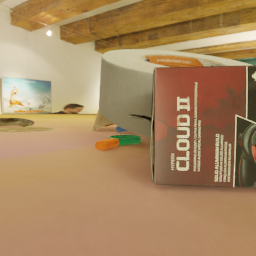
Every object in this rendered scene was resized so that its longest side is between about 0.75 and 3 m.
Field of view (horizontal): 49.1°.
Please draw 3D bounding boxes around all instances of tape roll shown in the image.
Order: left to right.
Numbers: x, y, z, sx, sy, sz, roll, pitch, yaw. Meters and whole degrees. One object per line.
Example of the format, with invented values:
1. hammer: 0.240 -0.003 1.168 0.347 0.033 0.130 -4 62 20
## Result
1. tape roll: 0.836 -0.658 4.514 2.586 0.854 2.586 5 23 -2

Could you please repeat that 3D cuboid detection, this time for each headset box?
1. headset box: 1.062 -0.045 2.390 2.113 0.793 1.571 0 4 8

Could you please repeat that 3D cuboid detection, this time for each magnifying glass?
1. magnifying glass: -0.154 0.189 4.107 0.494 0.139 1.240 1 5 18

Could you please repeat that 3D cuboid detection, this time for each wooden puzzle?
1. wooden puzzle: -0.084 -0.551 7.374 1.769 0.307 2.623 -15 29 20

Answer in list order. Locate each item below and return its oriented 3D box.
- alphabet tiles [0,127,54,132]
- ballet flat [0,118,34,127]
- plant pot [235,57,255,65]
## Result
1. alphabet tiles: -2.677 0.035 7.320 1.087 0.041 1.307 3 5 39
2. ballet flat: -3.554 -0.140 8.518 1.353 0.314 0.456 2 9 -34
3. plant pot: 5.321 -1.441 11.375 2.540 2.488 2.540 1 3 0
